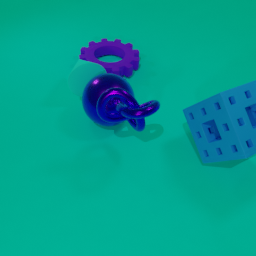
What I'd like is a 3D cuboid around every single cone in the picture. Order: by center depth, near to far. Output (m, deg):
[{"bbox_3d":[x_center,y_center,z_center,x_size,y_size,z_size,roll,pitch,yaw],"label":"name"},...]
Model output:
[{"bbox_3d":[-1.215,-1.585,7.610,1.052,1.052,1.056,-15,48,-13],"label":"cone"}]

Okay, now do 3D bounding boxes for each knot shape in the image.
[{"bbox_3d":[0.095,-0.357,5.655,1.173,1.253,0.579,-3,68,39],"label":"knot shape"}]

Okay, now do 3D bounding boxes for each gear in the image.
[{"bbox_3d":[-0.577,-2.198,8.818,1.866,0.345,1.866,2,46,-2],"label":"gear"}]

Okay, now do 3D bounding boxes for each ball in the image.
[{"bbox_3d":[-0.486,-0.700,7.004,1.327,1.327,1.327,0,49,0],"label":"ball"}]

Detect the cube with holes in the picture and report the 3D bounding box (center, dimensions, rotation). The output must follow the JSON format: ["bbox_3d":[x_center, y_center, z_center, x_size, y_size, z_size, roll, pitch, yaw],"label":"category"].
[{"bbox_3d":[2.225,-0.123,5.919,1.286,1.286,1.286,-19,87,-24],"label":"cube with holes"}]
